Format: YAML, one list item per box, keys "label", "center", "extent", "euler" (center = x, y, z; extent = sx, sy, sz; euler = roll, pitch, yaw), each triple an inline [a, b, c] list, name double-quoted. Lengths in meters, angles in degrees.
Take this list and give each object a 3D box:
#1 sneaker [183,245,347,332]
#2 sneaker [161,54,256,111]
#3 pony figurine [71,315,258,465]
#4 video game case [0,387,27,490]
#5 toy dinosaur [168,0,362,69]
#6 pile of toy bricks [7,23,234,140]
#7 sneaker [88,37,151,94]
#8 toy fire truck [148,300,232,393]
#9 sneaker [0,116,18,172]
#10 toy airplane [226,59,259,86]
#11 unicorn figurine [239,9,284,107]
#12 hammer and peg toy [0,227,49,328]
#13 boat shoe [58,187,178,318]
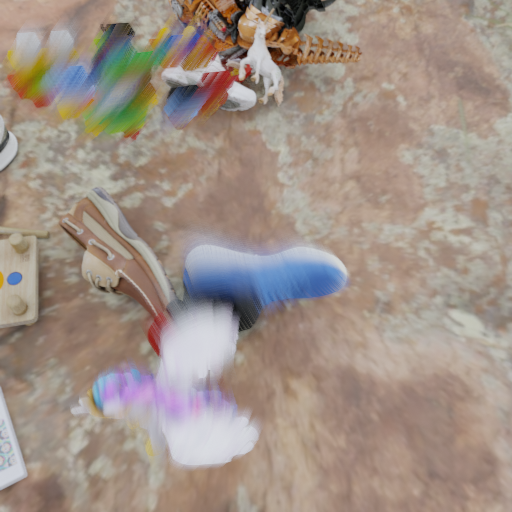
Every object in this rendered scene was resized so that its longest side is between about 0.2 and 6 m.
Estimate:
- label: "sneaker"
  center: [0.158, 0.590, 8.876]
  extent: [2.678, 1.028, 1.490]
  euler: [6, 36, -5]
- label: "sneaker"
  center: [-0.892, -3.766, 11.684]
  extent: [2.123, 0.827, 1.055]
  euler: [23, 83, 11]
- label: "pony figurine"
  center: [-0.962, 1.874, 6.979]
  extent: [2.009, 2.081, 1.733]
  euler: [-15, 60, 7]
- label: "video game case"
  center: [-4.365, 2.924, 8.421]
  extent: [1.418, 0.184, 1.557]
  euler: [-25, 63, -13]
- label: "toy dinosaur"
  center: [0.233, -5.187, 12.334]
  extent: [4.387, 2.241, 2.978]
  euler: [34, 80, -3]
- label: "pile of toy bricks"
  center: [-1.910, -2.347, 8.362]
  extent: [3.055, 1.508, 1.695]
  euler: [-19, 67, -34]
- label: "sneaker"
  center: [-2.267, -3.300, 9.811]
  extent: [0.964, 1.014, 2.557]
  euler: [-47, 28, 13]
- label: "toy fire truck"
  center: [-1.117, 1.491, 7.953]
  extent: [1.145, 0.837, 1.301]
  euler: [32, 67, 26]
- label: "sneaker"
  center: [-5.929, -1.631, 9.935]
  extent: [1.316, 2.007, 3.488]
  euler: [24, 63, 13]
- label: "toy airplane"
  center: [-0.282, -4.012, 11.983]
  extent: [0.794, 0.797, 0.562]
  euler: [-21, 74, -12]
- label: "unicorn figurine"
  center: [0.134, -3.939, 11.455]
  extent: [0.633, 1.714, 1.177]
  euler: [10, 69, 23]
- label: "hammer and peg toy"
  center: [-4.545, 0.169, 9.601]
  extent: [1.728, 0.828, 2.349]
  euler: [-8, 61, -5]
- label: "boat shoe"
  center: [-2.322, 0.179, 9.485]
  extent: [1.148, 1.211, 3.198]
  euler: [-34, 57, -14]
